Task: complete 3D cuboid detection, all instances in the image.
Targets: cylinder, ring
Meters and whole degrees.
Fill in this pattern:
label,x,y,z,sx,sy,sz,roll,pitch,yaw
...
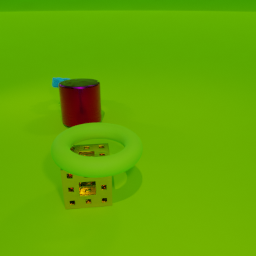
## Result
label,x,y,z,sx,sy,sz,roll,pitch,yaw
cylinder,-1.511,-0.830,8.964,1.291,1.291,1.291,0,21,0
ring,-0.589,0.366,5.420,1.755,0.351,1.755,1,26,-1

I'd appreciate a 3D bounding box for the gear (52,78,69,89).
label,x,y,z,sx,sy,sz,roll,pitch,yaw
gear,-1.955,-1.561,10.168,1.523,0.282,1.523,9,13,-2

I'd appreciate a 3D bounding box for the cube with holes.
label,x,y,z,sx,sy,sz,roll,pitch,yaw
cube with holes,-0.818,0.952,5.697,0.921,0.921,0.921,-3,25,-6
